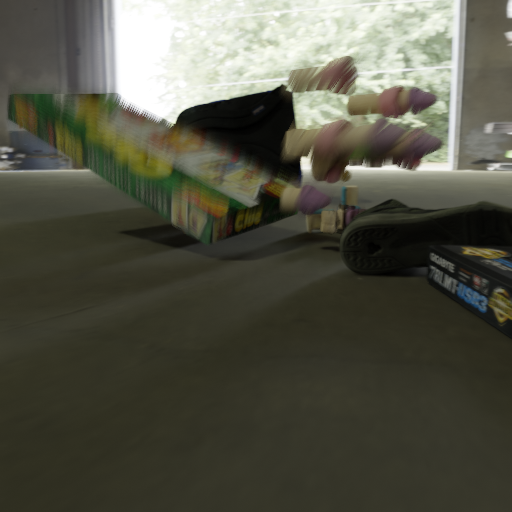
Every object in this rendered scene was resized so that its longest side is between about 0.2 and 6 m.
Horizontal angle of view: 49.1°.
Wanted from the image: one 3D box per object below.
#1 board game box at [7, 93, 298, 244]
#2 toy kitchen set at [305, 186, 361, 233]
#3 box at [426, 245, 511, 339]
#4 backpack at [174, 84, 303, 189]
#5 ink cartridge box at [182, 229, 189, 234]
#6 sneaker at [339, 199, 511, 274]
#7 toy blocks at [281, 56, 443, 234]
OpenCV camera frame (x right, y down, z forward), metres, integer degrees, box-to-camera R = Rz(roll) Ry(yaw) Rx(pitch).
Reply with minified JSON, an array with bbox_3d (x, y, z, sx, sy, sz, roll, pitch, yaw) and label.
[{"bbox_3d":[-2.032,-2.002,11.083,5.485,0.644,2.874,31,32,24],"label":"board game box"},{"bbox_3d":[1.698,-1.061,12.501,1.251,0.920,1.562,0,11,2],"label":"toy kitchen set"},{"bbox_3d":[3.476,0.327,6.322,2.337,0.585,2.355,-2,11,-4],"label":"box"},{"bbox_3d":[-0.605,-3.323,18.668,4.015,3.263,3.369,-8,-10,2],"label":"backpack"},{"bbox_3d":[-1.250,-0.848,11.448,0.368,0.808,0.981,-32,23,-32],"label":"ink cartridge box"},{"bbox_3d":[2.692,-0.353,8.394,2.842,1.086,1.628,-4,17,10],"label":"sneaker"},{"bbox_3d":[2.159,-1.759,9.819,2.441,2.899,2.710,7,5,38],"label":"toy blocks"}]
